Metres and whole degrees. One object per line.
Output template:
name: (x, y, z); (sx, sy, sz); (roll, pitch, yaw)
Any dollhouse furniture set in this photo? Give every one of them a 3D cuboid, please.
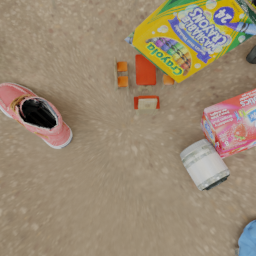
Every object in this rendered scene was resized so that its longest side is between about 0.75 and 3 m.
dollhouse furniture set: (0.552, -1.436, 8.513); (1.962, 1.011, 1.941); (-2, 67, -1)

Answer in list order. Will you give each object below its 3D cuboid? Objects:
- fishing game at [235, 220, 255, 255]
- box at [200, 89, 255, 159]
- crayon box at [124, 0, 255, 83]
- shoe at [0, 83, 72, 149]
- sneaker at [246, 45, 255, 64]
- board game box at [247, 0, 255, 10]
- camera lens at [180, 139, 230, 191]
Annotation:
fishing game: (3.596, 3.216, 6.930); (1.883, 0.409, 2.629); (16, 61, 6)
box: (3.448, -0.239, 7.668); (2.601, 1.297, 1.242); (-21, 68, 1)
crayon box: (1.456, -2.339, 7.108); (1.836, 2.920, 0.753); (33, 48, -27)
shoe: (-2.863, -0.620, 7.985); (2.969, 1.350, 1.061); (37, 72, 14)
sneaker: (5.332, -2.437, 8.927); (2.882, 1.081, 1.665); (-29, 72, -13)
board game box: (5.329, -4.544, 10.117); (1.343, 0.461, 1.624); (-26, 70, -9)
camera lens: (2.064, 1.014, 7.526); (0.944, 0.944, 1.181); (-26, 69, -10)
